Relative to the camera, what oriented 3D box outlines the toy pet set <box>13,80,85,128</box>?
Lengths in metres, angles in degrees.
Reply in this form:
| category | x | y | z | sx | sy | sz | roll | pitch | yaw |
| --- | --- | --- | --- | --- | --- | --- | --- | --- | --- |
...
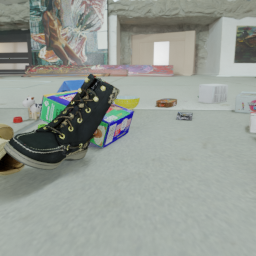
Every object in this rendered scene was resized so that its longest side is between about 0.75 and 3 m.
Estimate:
| category | x | y | z | sx | sy | sz | roll | pitch | yaw |
| --- | --- | --- | --- | --- | --- | --- | --- | --- | --- |
| toy pet set | -2.583 | -0.992 | 10.800 | 2.978 | 1.582 | 2.781 | 13 | 19 | 39 |

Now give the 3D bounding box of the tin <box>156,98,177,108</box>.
| category | x | y | z | sx | sy | sz | roll | pitch | yaw |
| --- | --- | --- | --- | --- | --- | --- | --- | --- | --- |
| tin | 2.085 | -1.349 | 14.994 | 0.906 | 0.339 | 1.618 | 2 | 13 | 27 |

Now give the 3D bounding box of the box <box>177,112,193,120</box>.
| category | x | y | z | sx | sy | sz | roll | pitch | yaw |
| --- | --- | --- | --- | --- | --- | --- | --- | --- | --- |
| box | 2.377 | -0.497 | 11.692 | 0.627 | 0.198 | 0.795 | 4 | 14 | 14 |

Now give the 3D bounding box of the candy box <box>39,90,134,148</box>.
| category | x | y | z | sx | sy | sz | roll | pitch | yaw |
| --- | --- | --- | --- | --- | --- | --- | --- | --- | --- |
| candy box | -1.229 | -0.395 | 8.740 | 2.265 | 0.873 | 1.915 | 21 | 19 | 16 |

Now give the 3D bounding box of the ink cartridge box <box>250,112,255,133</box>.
| category | x | y | z | sx | sy | sz | roll | pitch | yaw |
| --- | --- | --- | --- | --- | --- | --- | --- | --- | --- |
| ink cartridge box | 4.719 | -0.186 | 9.748 | 0.899 | 0.508 | 1.225 | 6 | 15 | 23 |

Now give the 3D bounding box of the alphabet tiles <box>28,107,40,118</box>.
| category | x | y | z | sx | sy | sz | roll | pitch | yaw |
| --- | --- | --- | --- | --- | --- | --- | --- | --- | --- |
| alphabet tiles | -3.489 | -0.868 | 13.424 | 2.441 | 0.110 | 2.920 | -5 | 15 | -20 |

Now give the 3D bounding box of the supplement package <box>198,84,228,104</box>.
| category | x | y | z | sx | sy | sz | roll | pitch | yaw |
| --- | --- | --- | --- | --- | --- | --- | --- | --- | --- |
| supplement package | 4.917 | -2.007 | 16.179 | 1.330 | 1.002 | 1.010 | -9 | 16 | -33 |

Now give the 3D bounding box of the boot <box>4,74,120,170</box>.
| category | x | y | z | sx | sy | sz | roll | pitch | yaw |
| --- | --- | --- | --- | --- | --- | --- | --- | --- | --- |
| boot | -1.231 | -0.248 | 5.937 | 0.968 | 2.026 | 2.682 | 34 | 9 | 14 |

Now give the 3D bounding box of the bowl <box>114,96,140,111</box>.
| category | x | y | z | sx | sy | sz | roll | pitch | yaw |
| --- | --- | --- | --- | --- | --- | --- | --- | --- | --- |
| bowl | -0.055 | -1.122 | 13.247 | 1.262 | 0.679 | 1.262 | -1 | 13 | 0 |

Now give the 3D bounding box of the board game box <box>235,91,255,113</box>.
| category | x | y | z | sx | sy | sz | roll | pitch | yaw |
| --- | --- | --- | --- | --- | --- | --- | --- | --- | --- |
| board game box | 6.350 | -1.272 | 13.667 | 1.812 | 0.789 | 2.456 | 7 | 14 | 28 |

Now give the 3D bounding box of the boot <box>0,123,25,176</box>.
| category | x | y | z | sx | sy | sz | roll | pitch | yaw |
| --- | --- | --- | --- | --- | --- | --- | --- | --- | --- |
| boot | -2.969 | 0.451 | 6.568 | 1.685 | 0.789 | 2.168 | 4 | 15 | 16 |
